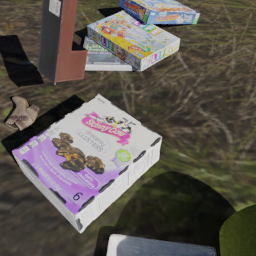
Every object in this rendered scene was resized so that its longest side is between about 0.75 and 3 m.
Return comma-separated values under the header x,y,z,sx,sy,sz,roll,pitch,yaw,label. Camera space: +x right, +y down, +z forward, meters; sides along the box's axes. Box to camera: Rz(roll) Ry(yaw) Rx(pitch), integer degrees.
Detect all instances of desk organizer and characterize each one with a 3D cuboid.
x,y,z,sx,sy,sz,roll,pitch,yaw,label
-1.265,-1.990,5.737,0.774,2.011,0.721,-18,45,-43,desk organizer

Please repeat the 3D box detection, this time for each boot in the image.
x,y,z,sx,sy,sz,roll,pitch,yaw,label
-3.033,-0.400,7.725,1.161,0.408,0.848,21,59,26,boot

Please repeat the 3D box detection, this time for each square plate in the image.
x,y,z,sx,sy,sz,roll,pitch,yaw,label
0.524,2.971,4.768,2.026,0.291,2.045,6,49,4,square plate

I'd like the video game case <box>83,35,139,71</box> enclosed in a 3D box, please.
x,y,z,sx,sy,sz,roll,pitch,yaw,label
-0.545,-2.663,9.813,2.092,0.244,1.902,0,48,0,video game case

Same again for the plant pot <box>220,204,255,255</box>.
x,y,z,sx,sy,sz,roll,pitch,yaw,label
2.433,2.510,3.993,2.506,2.506,2.678,-7,36,-6,plant pot

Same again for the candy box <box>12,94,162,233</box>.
x,y,z,sx,sy,sz,roll,pitch,yaw,label
-0.859,0.619,6.430,2.154,0.918,2.568,35,57,27,candy box

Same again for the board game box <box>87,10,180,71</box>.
x,y,z,sx,sy,sz,roll,pitch,yaw,label
0.150,-3.152,9.788,1.850,0.471,2.752,-35,58,-28,board game box

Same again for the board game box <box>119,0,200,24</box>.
x,y,z,sx,sy,sz,roll,pitch,yaw,label
1.250,-4.588,10.870,2.667,0.460,1.805,-15,47,-36,board game box
